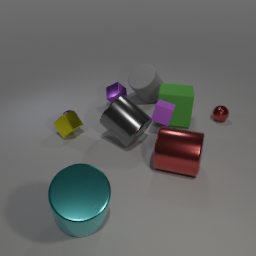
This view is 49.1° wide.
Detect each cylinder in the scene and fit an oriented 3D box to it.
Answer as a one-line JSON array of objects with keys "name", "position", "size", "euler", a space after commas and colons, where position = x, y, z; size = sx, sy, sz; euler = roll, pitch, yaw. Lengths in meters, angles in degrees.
[{"name": "cylinder", "position": [-1.153, 1.778, 6.806], "size": [1.400, 1.400, 1.400], "euler": [4, 57, -6]}, {"name": "cylinder", "position": [1.653, 0.742, 9.029], "size": [1.400, 1.400, 1.400], "euler": [9, 31, 16]}, {"name": "cylinder", "position": [-0.076, -0.248, 10.294], "size": [1.400, 1.400, 1.400], "euler": [42, 43, 11]}, {"name": "cylinder", "position": [0.913, -2.128, 13.509], "size": [1.400, 1.400, 1.400], "euler": [-13, 60, 24]}]

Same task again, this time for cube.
[{"name": "cube", "position": [-2.321, -0.151, 10.920], "size": [0.700, 0.700, 0.700], "euler": [54, 32, 2]}, {"name": "cube", "position": [1.991, -0.994, 11.900], "size": [1.400, 1.400, 1.400], "euler": [6, 27, 8]}, {"name": "cube", "position": [1.364, -0.596, 10.807], "size": [0.700, 0.700, 0.700], "euler": [20, 25, 7]}, {"name": "cube", "position": [-0.520, -1.569, 12.910], "size": [0.700, 0.700, 0.700], "euler": [-21, 58, 28]}]

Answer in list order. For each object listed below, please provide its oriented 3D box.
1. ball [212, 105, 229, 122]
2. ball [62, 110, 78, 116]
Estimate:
[{"name": "ball", "position": [4.011, -0.630, 12.124], "size": [0.700, 0.700, 0.700], "euler": [0, 30, 0]}, {"name": "ball", "position": [-2.431, -0.402, 11.723], "size": [0.700, 0.700, 0.700], "euler": [0, 30, 0]}]
